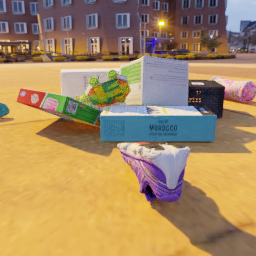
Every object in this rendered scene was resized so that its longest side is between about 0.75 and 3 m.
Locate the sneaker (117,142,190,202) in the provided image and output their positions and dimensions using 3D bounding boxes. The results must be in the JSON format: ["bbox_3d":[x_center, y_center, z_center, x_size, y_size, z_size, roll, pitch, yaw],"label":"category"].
[{"bbox_3d":[0.304,0.680,4.601,0.882,0.912,2.186,2,0,-8],"label":"sneaker"}]

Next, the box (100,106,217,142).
[{"bbox_3d":[0.757,-0.135,7.531,2.901,0.713,1.194,0,16,1],"label":"box"}]

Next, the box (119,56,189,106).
[{"bbox_3d":[0.817,-1.412,9.310,1.755,1.504,1.747,-1,3,-26],"label":"box"}]

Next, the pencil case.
[{"bbox_3d":[4.693,-1.815,12.910,1.034,1.034,2.366,-8,18,-25],"label":"pencil case"}]

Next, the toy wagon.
[{"bbox_3d":[-0.738,-1.004,8.181,1.627,1.263,0.322,-21,57,1],"label":"toy wagon"}]

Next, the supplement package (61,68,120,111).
[{"bbox_3d":[-1.234,-1.455,10.679,2.547,1.525,1.544,-4,16,-12],"label":"supplement package"}]

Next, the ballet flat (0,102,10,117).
[{"bbox_3d":[-4.947,-0.580,9.452,1.728,0.582,0.608,-8,5,-31],"label":"ballet flat"}]

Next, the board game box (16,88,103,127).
[{"bbox_3d":[-1.928,-0.589,8.317,2.270,0.458,1.737,13,-6,39],"label":"board game box"}]

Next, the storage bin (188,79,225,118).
[{"bbox_3d":[2.584,-1.165,10.500,1.586,1.100,2.346,2,15,6],"label":"storage bin"}]
